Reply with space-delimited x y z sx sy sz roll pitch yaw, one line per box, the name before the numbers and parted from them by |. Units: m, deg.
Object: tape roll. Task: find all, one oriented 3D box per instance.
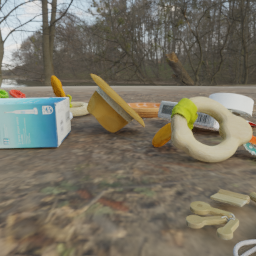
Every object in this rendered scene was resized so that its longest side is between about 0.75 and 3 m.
tape roll | 4.027 -0.853 11.108 1.723 0.603 1.723 11 -7 1

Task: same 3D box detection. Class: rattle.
rattle | 1.991 0.384 6.514 2.443 1.745 1.590 11 43 -11
rattle | -2.052 -1.410 12.532 2.560 1.829 1.667 -7 2 -16

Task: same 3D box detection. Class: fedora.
fedora | -0.546 -0.569 8.588 2.464 1.005 2.464 44 3 -2

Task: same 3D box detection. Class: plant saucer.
plant saucer | 0.840 -0.842 12.940 2.485 0.465 2.485 1 10 0

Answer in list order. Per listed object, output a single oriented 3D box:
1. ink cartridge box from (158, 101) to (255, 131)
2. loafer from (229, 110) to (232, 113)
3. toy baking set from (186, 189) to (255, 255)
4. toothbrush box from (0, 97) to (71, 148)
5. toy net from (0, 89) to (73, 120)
ink cartridge box | 2.836 -0.204 9.748 2.884 0.823 2.344 20 -4 -40
loafer | 3.631 -0.488 10.641 0.330 0.366 0.968 13 -10 -5
toy baking set | 1.480 1.148 3.132 1.392 0.211 1.814 -8 13 -24
toothbrush box | -3.072 -0.208 7.628 2.701 1.152 1.978 -1 11 -3
toy net | -3.355 -0.601 10.079 2.947 0.569 1.546 4 42 -52
